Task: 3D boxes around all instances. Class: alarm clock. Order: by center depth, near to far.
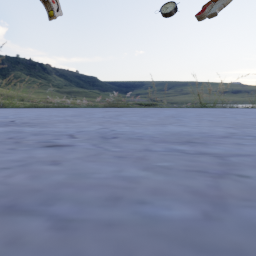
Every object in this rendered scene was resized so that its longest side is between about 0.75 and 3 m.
[{"bbox_3d":[1.489,-4.526,10.783,1.004,0.677,0.334,6,-27,30],"label":"alarm clock"}]

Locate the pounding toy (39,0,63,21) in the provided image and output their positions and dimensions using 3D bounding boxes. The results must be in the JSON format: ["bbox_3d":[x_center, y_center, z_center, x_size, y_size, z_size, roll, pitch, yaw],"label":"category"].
[{"bbox_3d":[-1.901,-3.235,7.047,0.536,0.935,0.534,-14,3,29],"label":"pounding toy"}]

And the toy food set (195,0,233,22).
[{"bbox_3d":[2.463,-3.285,7.129,2.079,0.327,1.322,-46,24,-13],"label":"toy food set"}]
